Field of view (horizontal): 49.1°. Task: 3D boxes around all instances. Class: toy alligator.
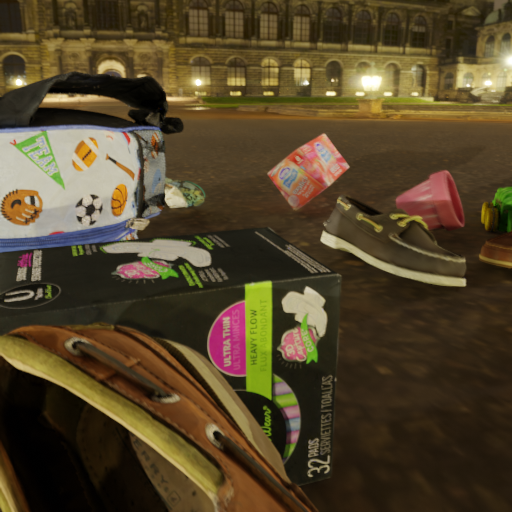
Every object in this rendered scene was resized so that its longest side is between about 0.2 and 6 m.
[{"bbox_3d":[4.948,-1.012,11.070,0.855,0.782,2.883,5,17,15],"label":"toy alligator"}]

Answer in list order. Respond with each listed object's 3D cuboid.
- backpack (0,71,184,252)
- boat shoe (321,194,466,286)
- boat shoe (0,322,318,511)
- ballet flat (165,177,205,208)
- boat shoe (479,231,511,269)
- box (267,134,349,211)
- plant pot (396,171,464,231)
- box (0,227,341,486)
[{"bbox_3d":[-3.013,-0.848,7.034,3.666,2.824,3.492,-3,6,6],"label":"backpack"},{"bbox_3d":[1.941,-0.285,8.195,1.020,0.862,2.862,10,10,-30],"label":"boat shoe"},{"bbox_3d":[-0.054,1.301,1.748,3.120,1.122,1.061,32,0,38],"label":"boat shoe"},{"bbox_3d":[-1.912,-1.386,12.835,0.719,0.719,1.938,-12,19,-35],"label":"ballet flat"},{"bbox_3d":[4.406,-0.313,8.674,2.457,0.830,0.884,-9,19,-28],"label":"boat shoe"},{"bbox_3d":[1.247,-1.985,12.935,1.001,1.086,2.115,-36,3,29],"label":"box"},{"bbox_3d":[2.995,-0.855,9.722,0.922,1.030,1.030,-18,7,29],"label":"plant pot"},{"bbox_3d":[-0.654,0.758,3.875,2.102,1.561,1.306,-6,18,-18],"label":"box"}]
